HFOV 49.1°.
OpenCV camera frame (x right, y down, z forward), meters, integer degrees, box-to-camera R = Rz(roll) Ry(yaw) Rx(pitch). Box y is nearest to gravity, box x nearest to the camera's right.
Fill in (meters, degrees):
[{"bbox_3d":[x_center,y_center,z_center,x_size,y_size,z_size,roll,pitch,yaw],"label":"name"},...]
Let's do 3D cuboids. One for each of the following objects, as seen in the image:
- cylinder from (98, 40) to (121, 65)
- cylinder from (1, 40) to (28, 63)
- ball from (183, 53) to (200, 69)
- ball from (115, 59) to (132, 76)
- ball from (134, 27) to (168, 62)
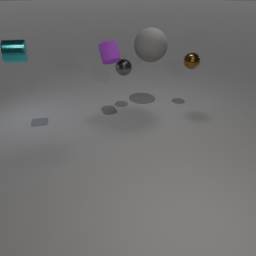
[{"bbox_3d":[-0.681,-2.797,10.384,0.700,0.700,0.700,-14,1,0],"label":"cylinder"},{"bbox_3d":[-3.601,-2.439,8.906,0.700,0.700,0.700,-5,29,-13],"label":"cylinder"},{"bbox_3d":[2.740,-2.876,12.023,0.700,0.700,0.700,0,28,0],"label":"ball"},{"bbox_3d":[-0.181,-2.570,11.887,0.700,0.700,0.700,0,28,0],"label":"ball"},{"bbox_3d":[0.955,-3.473,11.741,1.400,1.400,1.400,0,28,0],"label":"ball"}]
